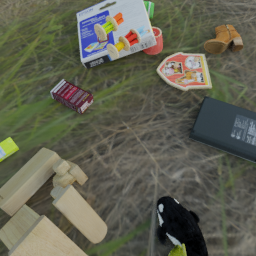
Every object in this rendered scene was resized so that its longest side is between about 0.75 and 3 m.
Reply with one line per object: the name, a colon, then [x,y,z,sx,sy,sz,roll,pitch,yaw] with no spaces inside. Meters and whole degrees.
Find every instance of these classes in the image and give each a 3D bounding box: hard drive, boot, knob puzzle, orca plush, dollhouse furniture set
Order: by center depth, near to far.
orca plush: [1.367,2.646,6.841,1.199,0.810,2.279,-9,59,-5]
dollhouse furniture set: [-1.914,2.241,7.315,2.516,2.050,2.393,10,50,48]
hard drive: [3.269,0.015,8.725,2.351,0.387,1.641,21,61,13]
knob puzzle: [1.983,-2.134,10.130,2.053,0.285,2.053,0,58,0]
boot: [3.563,-3.517,10.795,1.590,0.610,1.234,-6,58,-4]

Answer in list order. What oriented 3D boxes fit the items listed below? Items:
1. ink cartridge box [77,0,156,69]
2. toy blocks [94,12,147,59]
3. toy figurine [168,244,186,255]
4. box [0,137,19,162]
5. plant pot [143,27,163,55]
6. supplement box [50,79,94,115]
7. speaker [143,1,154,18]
ink cartridge box: [-0.543,-3.770,10.535,2.714,0.645,2.746,-18,57,12]
toy blocks: [-0.147,-2.727,7.844,1.297,0.471,1.081,-40,107,-20]
toy figurine: [0.898,3.854,5.891,1.433,1.262,2.393,-18,62,-3]
box: [-3.772,0.684,8.429,0.802,0.191,0.489,-37,65,-21]
plant pot: [0.941,-3.333,10.606,0.845,0.747,0.845,0,59,0]
supplement box: [-1.867,-1.054,9.392,1.278,0.389,0.695,29,62,18]
speaker: [0.273,-4.970,11.670,1.561,0.690,0.690,9,59,6]
